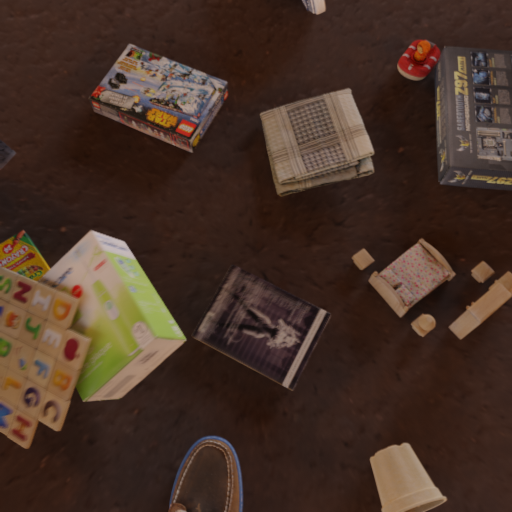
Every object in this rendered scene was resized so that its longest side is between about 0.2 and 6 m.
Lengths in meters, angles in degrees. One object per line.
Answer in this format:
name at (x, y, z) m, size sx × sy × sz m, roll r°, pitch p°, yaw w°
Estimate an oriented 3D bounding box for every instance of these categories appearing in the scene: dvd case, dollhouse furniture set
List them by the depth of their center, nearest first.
dvd case at (0.090, 1.176, 9.443) m, size 1.919 × 0.153 × 1.427 m, roll 26°, pitch 76°, yaw 12°
dollhouse furniture set at (3.152, 0.175, 9.581) m, size 1.923 × 1.101 × 2.255 m, roll -35°, pitch 71°, yaw -14°

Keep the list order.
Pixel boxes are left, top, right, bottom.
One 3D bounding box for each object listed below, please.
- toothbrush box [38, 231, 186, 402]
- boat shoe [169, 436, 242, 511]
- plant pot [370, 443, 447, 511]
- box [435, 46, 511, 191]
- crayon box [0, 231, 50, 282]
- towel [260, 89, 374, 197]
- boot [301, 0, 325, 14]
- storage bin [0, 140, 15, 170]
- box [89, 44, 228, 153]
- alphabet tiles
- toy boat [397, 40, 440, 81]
toothbrush box at (-2.402, 0.956, 8.904) m, size 1.574 × 0.931 × 2.162 m, roll -41°, pitch 66°, yaw 11°
boat shoe at (-0.834, 4.093, 7.875) m, size 1.103 × 1.105 × 3.053 m, roll 8°, pitch 67°, yaw 3°
plant pot at (2.177, 3.355, 8.365) m, size 0.986 × 0.986 × 0.903 m, roll -15°, pitch 56°, yaw -6°
box at (4.772, -2.715, 11.020) m, size 2.292 × 0.742 × 2.907 m, roll 5°, pitch 67°, yaw 1°
crayon box at (-4.146, 0.259, 9.969) m, size 0.803 × 0.321 × 1.264 m, roll -36°, pitch 72°, yaw -14°
towel at (1.147, -2.231, 10.819) m, size 1.939 × 0.348 × 2.014 m, roll -14°, pitch 67°, yaw 4°
boot at (0.577, -6.363, 12.591) m, size 1.287 × 1.037 × 2.850 m, roll -19°, pitch 64°, yaw 5°
storage bin at (-5.731, -1.023, 9.272) m, size 1.429 × 2.061 × 3.049 m, roll 44°, pitch 64°, yaw -26°
box at (-1.955, -3.229, 11.392) m, size 2.337 × 0.466 × 1.600 m, roll 25°, pitch 69°, yaw 10°
alphabet tiles at (-3.812, 1.526, 8.799) m, size 2.794 × 0.088 × 2.325 m, roll 17°, pitch 87°, yaw 28°
toy boat at (3.432, -4.192, 11.696) m, size 0.677 × 0.678 × 1.038 m, roll 33°, pitch 70°, yaw 13°
